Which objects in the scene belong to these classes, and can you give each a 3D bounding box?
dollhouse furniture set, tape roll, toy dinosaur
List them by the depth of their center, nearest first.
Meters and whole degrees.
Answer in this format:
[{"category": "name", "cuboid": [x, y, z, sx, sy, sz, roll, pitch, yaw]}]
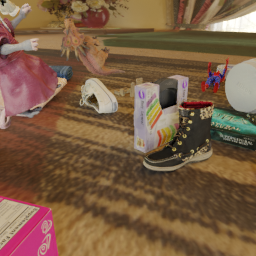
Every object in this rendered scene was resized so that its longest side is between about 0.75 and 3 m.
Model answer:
[{"category": "toy dinosaur", "cuboid": [-0.915, -1.690, 6.554, 1.804, 0.774, 1.223, 43, 17, -16]}, {"category": "dollhouse furniture set", "cuboid": [0.010, -1.902, 12.634, 0.894, 0.766, 0.940, -20, 30, -37]}, {"category": "tape roll", "cuboid": [5.837, -3.165, 15.772, 1.617, 0.534, 1.617, 0, 23, 0]}]

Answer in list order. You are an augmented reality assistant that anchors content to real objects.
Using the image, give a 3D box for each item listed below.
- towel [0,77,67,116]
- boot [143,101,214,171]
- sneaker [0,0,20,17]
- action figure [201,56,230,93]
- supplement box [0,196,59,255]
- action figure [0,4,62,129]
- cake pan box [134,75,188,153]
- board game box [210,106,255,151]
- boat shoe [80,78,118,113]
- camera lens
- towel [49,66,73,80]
[{"category": "towel", "cuboid": [-4.292, -1.432, 11.401, 2.716, 0.458, 2.844, 6, 36, 14]}, {"category": "boot", "cuboid": [1.317, 0.179, 6.984, 2.035, 1.532, 0.745, -10, 26, -21]}, {"category": "sneaker", "cuboid": [-2.898, -2.914, 6.620, 0.861, 0.396, 0.326, 26, 79, 39]}, {"category": "action figure", "cuboid": [4.376, -2.778, 13.958, 0.939, 1.425, 2.878, 11, 23, 22]}, {"category": "supplement box", "cuboid": [-2.324, 1.708, 3.936, 2.374, 1.201, 1.227, 8, 25, 18]}, {"category": "action figure", "cuboid": [-2.467, -1.475, 5.710, 1.774, 2.382, 1.596, -29, 33, 7]}, {"category": "cake pan box", "cuboid": [0.961, -0.478, 7.974, 1.796, 1.950, 0.510, -20, 30, -40]}, {"category": "board game box", "cuboid": [2.920, -0.201, 9.226, 2.967, 0.418, 2.007, 16, 29, 31]}, {"category": "boat shoe", "cuboid": [-1.431, -1.224, 11.098, 1.084, 0.939, 2.542, -15, 38, -24]}, {"category": "camera lens", "cuboid": [5.235, -1.630, 10.487, 2.504, 2.003, 2.003, -11, 26, -22]}, {"category": "towel", "cuboid": [-4.460, -2.860, 14.911, 2.846, 0.691, 1.589, 1, 24, 1]}]
